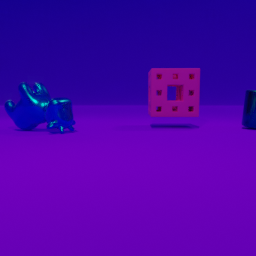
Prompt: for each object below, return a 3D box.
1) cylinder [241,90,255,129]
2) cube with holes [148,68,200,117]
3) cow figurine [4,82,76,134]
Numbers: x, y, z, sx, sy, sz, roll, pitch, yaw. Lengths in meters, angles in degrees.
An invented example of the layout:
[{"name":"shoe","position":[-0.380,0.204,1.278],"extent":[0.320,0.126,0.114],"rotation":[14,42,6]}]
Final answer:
[{"name":"cylinder","position":[3.743,-0.518,7.762],"extent":[1.009,1.009,1.009],"rotation":[3,10,-1]},{"name":"cube with holes","position":[1.311,-1.036,8.360],"extent":[1.333,1.333,1.333],"rotation":[0,6,1]},{"name":"cow figurine","position":[-2.184,-0.345,7.039],"extent":[1.723,1.696,0.946],"rotation":[-38,-12,28]}]
